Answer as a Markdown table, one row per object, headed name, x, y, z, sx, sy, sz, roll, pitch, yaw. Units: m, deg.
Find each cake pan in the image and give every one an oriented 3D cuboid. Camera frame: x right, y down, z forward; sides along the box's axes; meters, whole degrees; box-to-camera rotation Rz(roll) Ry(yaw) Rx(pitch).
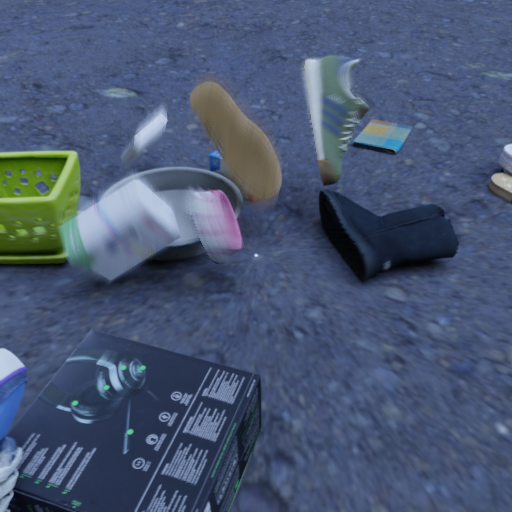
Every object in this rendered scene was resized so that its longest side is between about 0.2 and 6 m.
| name | x | y | z | sx | sy | sz | roll | pitch | yaw |
| --- | --- | --- | --- | --- | --- | --- | --- | --- | --- |
| cake pan | -1.547 | -0.799 | 10.269 | 2.611 | 0.479 | 2.611 | 0 | 39 | 0 |

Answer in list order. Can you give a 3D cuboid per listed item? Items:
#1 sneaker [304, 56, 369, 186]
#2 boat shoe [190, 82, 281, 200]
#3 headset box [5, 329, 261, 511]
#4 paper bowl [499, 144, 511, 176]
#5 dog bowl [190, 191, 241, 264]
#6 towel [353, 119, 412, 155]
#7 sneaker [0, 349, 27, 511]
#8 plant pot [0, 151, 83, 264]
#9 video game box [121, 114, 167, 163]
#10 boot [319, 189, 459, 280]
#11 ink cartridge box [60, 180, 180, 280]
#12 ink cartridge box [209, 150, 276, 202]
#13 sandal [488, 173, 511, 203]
| name | x | y | z | sx | sy | sz | roll | pitch | yaw |
| --- | --- | --- | --- | --- | --- | --- | --- | --- | --- |
| sneaker | 1.492 | -2.426 | 9.852 | 1.014 | 2.259 | 0.758 | -8 | 1 | 11 |
| boat shoe | -0.276 | -1.959 | 9.742 | 0.853 | 0.800 | 2.314 | -32 | 81 | 5 |
| headset box | -1.387 | 2.088 | 6.097 | 2.393 | 1.110 | 2.084 | 12 | 40 | 15 |
| paper bowl | 5.535 | -1.855 | 11.502 | 1.044 | 0.543 | 1.044 | 5 | 34 | -4 |
| dog bowl | -0.574 | -0.477 | 8.449 | 0.419 | 1.137 | 1.137 | -18 | 37 | 9 |
| towel | 2.974 | -2.795 | 13.086 | 1.048 | 0.155 | 1.428 | 17 | 40 | 21 |
| sneaker | -2.256 | 2.505 | 4.763 | 2.094 | 1.152 | 2.859 | 34 | 79 | -3 |
| plant pot | -3.814 | -0.747 | 9.414 | 1.614 | 1.465 | 1.606 | 0 | 39 | -1 |
| video game box | -2.240 | -2.343 | 11.194 | 0.210 | 0.819 | 0.899 | 42 | 54 | -8 |
| boot | 2.227 | -0.541 | 9.641 | 1.780 | 0.809 | 2.118 | -14 | 43 | -13 |
| ink cartridge box | -2.000 | -0.365 | 8.351 | 1.398 | 1.016 | 0.612 | -31 | 56 | 10 |
| ink cartridge box | -0.262 | -1.585 | 11.040 | 1.309 | 0.760 | 0.440 | 21 | 43 | 25 |
| sandal | 5.572 | -1.184 | 10.500 | 0.890 | 0.799 | 2.428 | -28 | 46 | -31 |
